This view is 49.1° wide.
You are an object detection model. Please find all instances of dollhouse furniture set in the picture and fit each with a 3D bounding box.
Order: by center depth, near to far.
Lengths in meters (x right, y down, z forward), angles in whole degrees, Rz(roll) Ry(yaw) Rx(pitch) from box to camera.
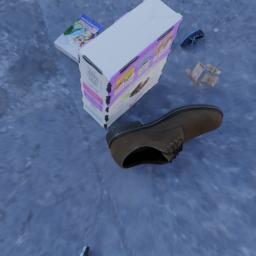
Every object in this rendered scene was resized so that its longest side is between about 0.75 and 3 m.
[{"bbox_3d":[2.064,-1.523,7.527,0.735,0.862,0.421,-55,43,-2],"label":"dollhouse furniture set"}]

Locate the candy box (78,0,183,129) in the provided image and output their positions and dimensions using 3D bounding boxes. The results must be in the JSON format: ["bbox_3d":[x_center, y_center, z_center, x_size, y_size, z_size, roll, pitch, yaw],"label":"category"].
[{"bbox_3d":[-0.040,-1.392,6.676,0.936,2.615,2.194,43,70,10],"label":"candy box"}]

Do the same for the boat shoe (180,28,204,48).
[{"bbox_3d":[2.014,-2.754,8.656,0.921,0.388,0.316,-39,82,-11],"label":"boat shoe"}]

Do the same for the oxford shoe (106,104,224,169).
[{"bbox_3d":[1.007,0.303,6.556,2.859,1.039,1.207,-20,47,-3],"label":"oxford shoe"}]

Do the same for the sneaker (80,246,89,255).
[{"bbox_3d":[-0.850,2.930,5.846,0.358,0.307,0.865,4,58,-17],"label":"sneaker"}]

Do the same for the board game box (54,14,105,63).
[{"bbox_3d":[-1.251,-2.583,8.410,1.348,0.277,1.344,36,74,9],"label":"board game box"}]
